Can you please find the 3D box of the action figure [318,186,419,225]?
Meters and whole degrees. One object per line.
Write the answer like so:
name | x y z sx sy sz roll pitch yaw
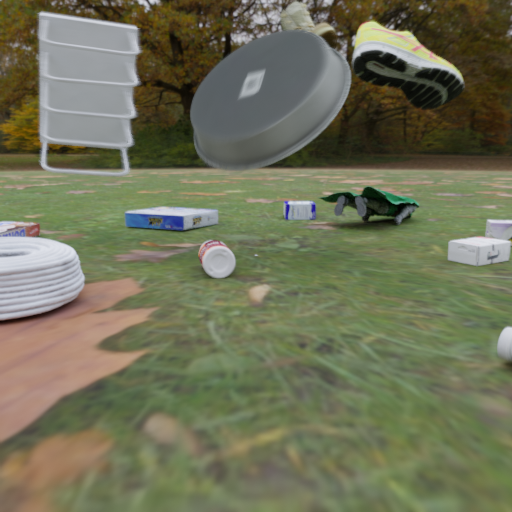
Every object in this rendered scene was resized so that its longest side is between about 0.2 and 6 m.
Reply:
action figure | 3.013 -1.164 13.352 1.738 0.804 2.942 8 7 42

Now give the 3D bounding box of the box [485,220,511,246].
box | 5.415 -0.386 10.201 2.290 0.443 0.475 3 11 14

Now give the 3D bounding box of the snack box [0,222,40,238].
snack box | -4.967 -0.341 10.374 0.845 0.286 2.350 1 11 7

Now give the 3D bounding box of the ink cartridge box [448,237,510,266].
ink cartridge box | 3.535 -0.078 8.896 0.798 0.338 0.581 -5 12 -32

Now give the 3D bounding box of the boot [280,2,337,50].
boot | 0.947 -4.229 10.589 0.624 1.340 1.733 -21 -7 -3

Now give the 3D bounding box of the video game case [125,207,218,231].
video game case | -1.926 -0.864 12.892 1.605 0.365 1.455 5 12 26

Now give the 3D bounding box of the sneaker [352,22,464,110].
sneaker | 2.504 -3.160 9.079 2.216 1.000 0.866 15 -32 -29

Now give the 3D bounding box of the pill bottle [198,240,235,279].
pill bottle | -0.584 0.023 8.035 0.457 0.457 0.801 -2 11 -12

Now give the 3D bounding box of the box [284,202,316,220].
box | 1.111 -1.169 14.376 0.779 0.409 0.717 -1 10 0

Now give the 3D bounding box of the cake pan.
cake pan | 0.092 -2.492 8.640 2.695 2.695 0.494 8 -28 36

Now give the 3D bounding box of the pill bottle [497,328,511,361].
pill bottle | 2.281 0.769 4.423 0.363 0.363 0.643 -10 15 -41

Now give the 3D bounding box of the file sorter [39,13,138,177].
file sorter | -2.993 -2.794 9.962 1.640 2.364 1.472 1 35 -19

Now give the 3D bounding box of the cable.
cable | -2.951 0.230 6.419 1.895 0.656 1.895 5 12 22
